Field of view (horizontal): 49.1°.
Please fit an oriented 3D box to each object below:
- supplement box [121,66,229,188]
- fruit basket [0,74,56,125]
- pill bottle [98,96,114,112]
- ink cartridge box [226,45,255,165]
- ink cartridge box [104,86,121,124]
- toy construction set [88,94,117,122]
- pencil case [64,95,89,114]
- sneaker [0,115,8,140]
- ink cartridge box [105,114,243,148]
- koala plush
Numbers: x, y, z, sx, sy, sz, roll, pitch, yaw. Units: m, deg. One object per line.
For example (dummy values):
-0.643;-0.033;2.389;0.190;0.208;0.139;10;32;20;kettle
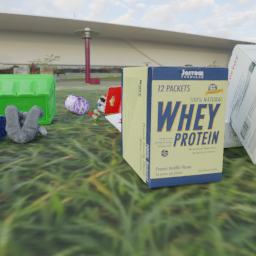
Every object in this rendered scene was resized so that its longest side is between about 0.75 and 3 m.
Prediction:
0.628;-0.153;4.642;1.148;1.710;1.709;-3;11;-15;supplement box
-3.707;-0.980;9.601;2.593;1.870;2.593;5;27;-2;fruit basket
-0.794;-1.085;12.458;0.694;0.694;1.237;4;11;20;pill bottle
2.566;-0.520;5.291;0.831;1.467;2.002;-1;40;-6;ink cartridge box
0.408;-0.614;8.246;2.067;1.201;0.695;-4;52;-16;ink cartridge box
-0.588;-0.539;9.429;1.253;1.045;0.963;-26;32;-20;toy construction set
-2.220;-1.028;12.090;0.710;0.723;1.691;-8;14;-26;pencil case
-3.647;0.048;6.367;0.774;0.696;1.986;13;16;22;sneaker
1.063;0.031;6.883;2.887;0.724;2.342;-8;13;-13;ink cartridge box
-2.499;-0.013;6.940;0.871;0.902;0.982;2;-11;-4;koala plush
